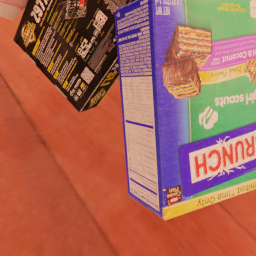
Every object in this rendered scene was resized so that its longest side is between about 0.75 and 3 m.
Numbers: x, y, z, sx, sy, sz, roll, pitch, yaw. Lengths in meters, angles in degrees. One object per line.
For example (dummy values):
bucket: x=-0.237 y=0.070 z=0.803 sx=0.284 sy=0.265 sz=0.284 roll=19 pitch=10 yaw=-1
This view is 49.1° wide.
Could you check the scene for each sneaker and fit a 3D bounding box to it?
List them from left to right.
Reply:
sneaker: x=-2.337 y=-3.273 z=6.136 sx=1.017 sy=1.412 sz=2.702 roll=44 pitch=33 yaw=-17

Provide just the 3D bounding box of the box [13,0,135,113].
box: x=-0.868 y=-2.109 z=5.533 sx=2.345 sy=2.937 sz=0.725 roll=47 pitch=35 yaw=10

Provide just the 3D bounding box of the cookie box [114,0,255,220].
cookie box: x=1.135 y=-0.374 z=4.099 sx=2.328 sy=2.722 sz=1.023 roll=-10 pitch=13 yaw=-25
